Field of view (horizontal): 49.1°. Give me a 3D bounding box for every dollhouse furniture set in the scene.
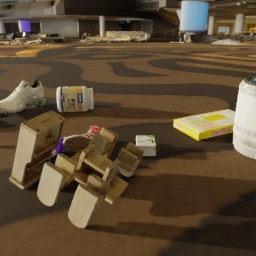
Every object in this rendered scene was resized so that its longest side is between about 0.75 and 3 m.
[{"bbox_3d":[-1.191,0.931,5.998,2.314,1.537,2.028,30,30,13],"label":"dollhouse furniture set"}]

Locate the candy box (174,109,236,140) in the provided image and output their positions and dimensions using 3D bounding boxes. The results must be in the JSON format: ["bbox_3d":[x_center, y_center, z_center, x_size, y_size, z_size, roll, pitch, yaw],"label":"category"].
[{"bbox_3d":[2.984,-0.166,9.581,2.573,0.340,1.315,-10,27,-25],"label":"candy box"}]

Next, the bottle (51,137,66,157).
[{"bbox_3d":[-2.139,0.576,7.560,0.517,0.404,1.238,12,24,33],"label":"bottle"}]

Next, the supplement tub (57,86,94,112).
[{"bbox_3d":[-2.093,-1.163,11.243,1.395,1.008,1.008,-3,21,-7],"label":"supplement tub"}]

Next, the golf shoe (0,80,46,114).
[{"bbox_3d":[-4.459,-1.324,11.406,0.949,1.178,2.423,15,25,24],"label":"golf shoe"}]

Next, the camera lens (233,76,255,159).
[{"bbox_3d":[3.807,-0.342,7.619,1.651,2.064,1.651,0,21,0],"label":"camera lens"}]

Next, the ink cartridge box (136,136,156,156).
[{"bbox_3d":[0.503,0.490,7.906,0.551,0.312,0.751,0,21,1],"label":"ink cartridge box"}]

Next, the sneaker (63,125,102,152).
[{"bbox_3d":[-1.220,0.289,8.155,1.441,0.513,0.810,-2,24,-25],"label":"sneaker"}]
